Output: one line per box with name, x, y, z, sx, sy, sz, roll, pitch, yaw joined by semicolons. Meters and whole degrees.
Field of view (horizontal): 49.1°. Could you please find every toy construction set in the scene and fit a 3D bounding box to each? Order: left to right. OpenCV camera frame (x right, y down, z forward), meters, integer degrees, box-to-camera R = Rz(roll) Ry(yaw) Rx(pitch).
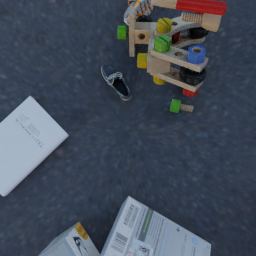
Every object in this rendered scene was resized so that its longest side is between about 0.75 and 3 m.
toy construction set;0.738;-2.088;6.408;2.292;2.983;2.488;11;75;6

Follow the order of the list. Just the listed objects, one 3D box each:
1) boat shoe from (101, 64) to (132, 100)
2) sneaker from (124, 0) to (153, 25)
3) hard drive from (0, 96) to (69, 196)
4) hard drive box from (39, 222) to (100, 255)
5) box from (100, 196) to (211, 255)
boat shoe;-0.321;-1.248;7.446;0.438;0.362;1.171;-31;84;-3
sneaker;0.369;-3.642;7.614;0.741;0.750;1.918;28;81;18
hard drive;-2.853;0.450;7.286;2.212;0.281;1.459;-44;85;-5
hard drive box;-1.009;3.304;6.324;0.758;1.538;1.974;-34;85;-4
box;0.663;2.879;6.272;2.368;0.487;1.846;29;39;0
